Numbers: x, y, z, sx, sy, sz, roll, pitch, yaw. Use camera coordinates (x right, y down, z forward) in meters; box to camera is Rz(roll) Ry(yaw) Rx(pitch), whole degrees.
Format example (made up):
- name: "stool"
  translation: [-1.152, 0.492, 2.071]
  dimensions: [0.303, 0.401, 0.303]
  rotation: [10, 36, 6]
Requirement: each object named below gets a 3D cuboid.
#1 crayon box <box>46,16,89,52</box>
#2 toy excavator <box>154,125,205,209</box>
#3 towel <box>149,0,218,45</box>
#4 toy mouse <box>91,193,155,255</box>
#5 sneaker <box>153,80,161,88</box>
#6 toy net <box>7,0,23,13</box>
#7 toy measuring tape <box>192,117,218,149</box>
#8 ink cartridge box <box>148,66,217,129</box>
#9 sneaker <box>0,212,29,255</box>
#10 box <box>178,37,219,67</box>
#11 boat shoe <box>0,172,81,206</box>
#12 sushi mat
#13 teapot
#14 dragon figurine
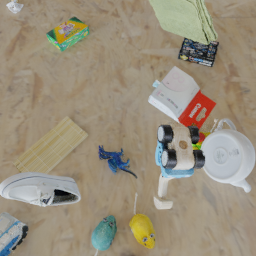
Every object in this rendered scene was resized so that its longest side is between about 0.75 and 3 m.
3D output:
- name: "crayon box"
  translation: [-2.814, -4.450, 13.210]
  dimensions: [1.028, 0.504, 1.730]
  rotation: [40, 67, 21]
- name: "toy excavator"
  translation: [1.068, 0.988, 6.934]
  dimensions: [0.927, 1.857, 1.805]
  rotation: [1, 67, -14]
- name: "towel"
  translation: [1.855, -4.060, 9.920]
  dimensions: [0.506, 2.057, 2.772]
  rotation: [-47, 46, -6]
- name: "toy mouse"
  translation: [-0.284, 3.629, 8.481]
  dimensions: [2.511, 0.547, 2.825]
  rotation: [-21, 62, -12]
- name: "sneaker"
  translation: [1.424, -1.575, 11.702]
  dimensions: [0.958, 0.354, 0.392]
  rotation: [47, 106, 15]
- name: "toy net"
  translation: [-6.159, -6.935, 14.695]
  dimensions: [1.238, 0.456, 2.361]
  rotation: [-11, 61, -6]
- name: "toy measuring tape"
  translation: [2.768, 0.190, 10.467]
  dimensions: [0.653, 0.653, 1.775]
  rotation: [28, 63, 15]
- name: "ink cartridge box"
  translation: [2.241, -1.148, 11.073]
  dimensions: [2.280, 0.651, 1.853]
  rotation: [34, 66, 12]
- name: "sneaker"
  translation: [-4.398, 3.697, 8.296]
  dimensions: [1.207, 1.044, 2.786]
  rotation: [32, 56, 24]
- name: "box"
  translation: [3.210, -3.529, 12.752]
  dimensions: [1.629, 0.375, 1.295]
  rotation: [16, 61, 9]
- name: "boat shoe"
  translation: [-2.048, 1.561, 6.883]
  dimensions: [2.061, 0.758, 0.674]
  rotation: [7, 28, -43]
- name: "sushi mat"
  translation: [-2.850, 0.768, 10.380]
  dimensions: [1.299, 0.164, 2.715]
  rotation: [37, 66, 18]
- name: "teapot"
  translation: [3.528, 0.913, 9.558]
  dimensions: [1.416, 1.939, 1.914]
  rotation: [3, 26, -39]
- name: "dragon figurine"
  translation: [-0.405, 1.280, 9.866]
  dimensions: [0.894, 0.529, 1.798]
  rotation: [-27, 63, -15]
